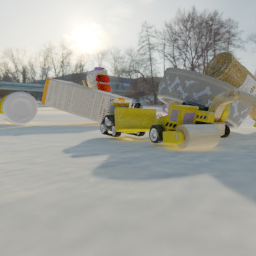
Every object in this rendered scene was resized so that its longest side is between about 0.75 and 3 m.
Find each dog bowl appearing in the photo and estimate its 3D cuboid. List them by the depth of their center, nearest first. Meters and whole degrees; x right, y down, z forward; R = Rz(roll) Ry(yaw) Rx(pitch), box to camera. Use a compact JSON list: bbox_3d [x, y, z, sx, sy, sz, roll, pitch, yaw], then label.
[{"bbox_3d":[1.915,-0.713,7.309,2.518,0.738,2.518,23,1,0],"label":"dog bowl"}]

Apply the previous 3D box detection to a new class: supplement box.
[{"bbox_3d":[-1.538,-1.009,10.851,2.941,1.081,1.853,17,9,17],"label":"supplement box"}]

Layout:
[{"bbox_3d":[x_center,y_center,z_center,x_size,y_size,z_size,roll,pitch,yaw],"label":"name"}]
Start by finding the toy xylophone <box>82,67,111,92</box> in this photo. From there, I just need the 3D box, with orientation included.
[{"bbox_3d":[-1.289,-1.481,12.562,0.645,2.568,1.880,-22,29,-24],"label":"toy xylophone"}]

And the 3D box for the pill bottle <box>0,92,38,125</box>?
[{"bbox_3d":[-4.478,-0.787,11.202,1.231,1.231,2.216,-2,5,-31],"label":"pill bottle"}]

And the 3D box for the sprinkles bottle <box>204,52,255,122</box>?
[{"bbox_3d":[3.316,-1.020,7.883,2.710,0.925,0.925,31,-12,-28],"label":"sprinkles bottle"}]

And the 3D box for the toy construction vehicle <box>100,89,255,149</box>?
[{"bbox_3d":[0.941,-0.257,5.148,2.288,0.926,2.628,-1,4,-24],"label":"toy construction vehicle"}]

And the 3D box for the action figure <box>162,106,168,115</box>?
[{"bbox_3d":[3.280,-0.896,12.760,2.939,2.188,1.968,26,27,-4],"label":"action figure"}]

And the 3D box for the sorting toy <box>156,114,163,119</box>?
[{"bbox_3d":[0.716,-0.364,8.730,0.804,0.110,0.453,-1,-35,26],"label":"sorting toy"}]

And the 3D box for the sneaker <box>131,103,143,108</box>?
[{"bbox_3d":[0.311,-0.672,11.762,0.638,0.462,1.306,-19,29,19],"label":"sneaker"}]
